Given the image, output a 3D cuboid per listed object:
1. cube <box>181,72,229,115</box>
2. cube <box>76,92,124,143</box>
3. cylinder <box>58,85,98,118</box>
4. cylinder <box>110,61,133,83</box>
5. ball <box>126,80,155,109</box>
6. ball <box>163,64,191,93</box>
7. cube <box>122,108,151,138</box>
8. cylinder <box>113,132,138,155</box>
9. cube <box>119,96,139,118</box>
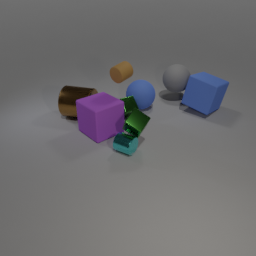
[{"bbox_3d":[3.570,-1.640,12.972,1.400,1.400,1.400,31,33,29],"label":"cube"},{"bbox_3d":[-1.111,-0.471,11.377,1.400,1.400,1.400,-23,37,-35],"label":"cube"},{"bbox_3d":[-2.182,-1.144,12.539,1.400,1.400,1.400,8,31,14],"label":"cylinder"},{"bbox_3d":[-0.261,-2.249,11.287,0.700,0.700,0.700,23,45,34],"label":"cylinder"},{"bbox_3d":[0.602,-1.596,13.355,1.400,1.400,1.400,0,30,0],"label":"ball"},{"bbox_3d":[2.434,-2.472,14.015,1.400,1.400,1.400,0,30,0],"label":"ball"},{"bbox_3d":[0.297,-0.167,10.202,0.700,0.700,0.700,33,67,5],"label":"cube"},{"bbox_3d":[-0.086,0.570,10.260,0.700,0.700,0.700,18,34,26],"label":"cylinder"},{"bbox_3d":[-0.047,-0.941,12.635,0.700,0.700,0.700,-17,76,-27],"label":"cube"}]
